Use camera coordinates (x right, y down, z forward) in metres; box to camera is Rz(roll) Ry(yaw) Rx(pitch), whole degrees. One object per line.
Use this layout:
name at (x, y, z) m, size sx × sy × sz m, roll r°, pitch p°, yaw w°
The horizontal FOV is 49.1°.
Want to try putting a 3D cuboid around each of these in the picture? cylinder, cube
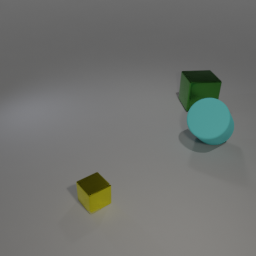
cylinder at (2.890, -0.191, 9.737) m, size 1.400 × 1.400 × 1.400 m, roll 19°, pitch -2°, yaw 28°
cube at (-0.934, 1.779, 7.713) m, size 0.700 × 0.700 × 0.700 m, roll -21°, pitch 38°, yaw -32°
cube at (3.201, -1.706, 12.668) m, size 1.400 × 1.400 × 1.400 m, roll -3°, pitch 32°, yaw -6°
